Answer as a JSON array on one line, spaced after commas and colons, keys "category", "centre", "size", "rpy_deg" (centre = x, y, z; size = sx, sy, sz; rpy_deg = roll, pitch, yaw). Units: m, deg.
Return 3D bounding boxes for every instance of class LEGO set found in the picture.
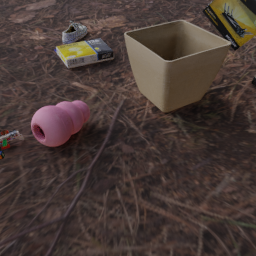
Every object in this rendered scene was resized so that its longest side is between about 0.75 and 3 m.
[{"category": "LEGO set", "centre": [-3.790, 0.473, 7.668], "size": [1.756, 0.431, 1.312], "rpy_deg": [8, 40, 26]}]

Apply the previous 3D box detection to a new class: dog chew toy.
[{"category": "dog chew toy", "centre": [-1.784, -0.235, 7.879], "size": [1.120, 1.120, 1.799], "rpy_deg": [25, 38, 27]}]

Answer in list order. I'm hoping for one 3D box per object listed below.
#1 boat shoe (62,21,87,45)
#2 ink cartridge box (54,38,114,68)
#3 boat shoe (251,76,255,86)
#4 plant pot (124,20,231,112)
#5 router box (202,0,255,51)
[{"category": "boat shoe", "centre": [-2.568, -4.728, 13.412], "size": [0.695, 0.801, 1.880], "rpy_deg": [17, 43, 19]}, {"category": "ink cartridge box", "centre": [-1.951, -3.366, 12.065], "size": [2.061, 0.490, 2.085], "rpy_deg": [-19, 45, -21]}, {"category": "boat shoe", "centre": [5.172, -1.764, 10.179], "size": [1.406, 0.525, 0.652], "rpy_deg": [-28, 57, -23]}, {"category": "plant pot", "centre": [1.451, -1.928, 9.068], "size": [2.358, 2.088, 2.356], "rpy_deg": [-21, 44, -22]}, {"category": "router box", "centre": [3.250, -3.359, 8.354], "size": [1.620, 1.273, 0.423], "rpy_deg": [47, 39, -5]}]
